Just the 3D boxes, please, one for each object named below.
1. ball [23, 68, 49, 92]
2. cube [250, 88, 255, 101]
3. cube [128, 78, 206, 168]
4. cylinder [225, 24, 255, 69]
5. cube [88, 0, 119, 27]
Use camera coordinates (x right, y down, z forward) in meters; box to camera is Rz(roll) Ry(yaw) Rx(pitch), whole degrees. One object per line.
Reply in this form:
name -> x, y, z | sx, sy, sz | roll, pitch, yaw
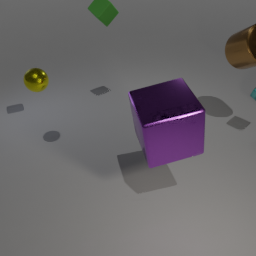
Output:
ball -> -2.644, -1.380, 8.075 | 0.700, 0.700, 0.700 | 0, 33, 0
cube -> 4.944, -1.271, 10.032 | 0.700, 0.700, 0.700 | -44, 73, 2
cube -> 0.915, -0.134, 6.750 | 1.400, 1.400, 1.400 | -15, 42, -4
cylinder -> 4.429, -2.881, 9.955 | 1.400, 1.400, 1.400 | -7, 5, -11
cube -> -0.911, -4.350, 10.360 | 0.700, 0.700, 0.700 | 47, 11, 23
